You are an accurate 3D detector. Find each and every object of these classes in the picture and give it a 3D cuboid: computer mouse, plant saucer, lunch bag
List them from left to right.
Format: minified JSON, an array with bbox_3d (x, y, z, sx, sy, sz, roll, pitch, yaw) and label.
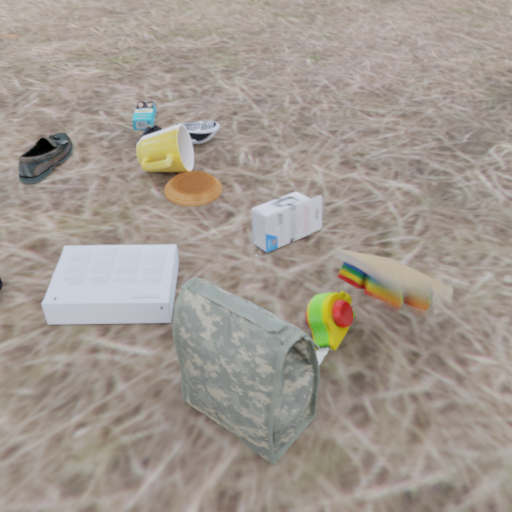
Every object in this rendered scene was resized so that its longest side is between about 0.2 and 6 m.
[{"bbox_3d":[-1.976,-3.144,14.685,2.097,0.460,1.150,-3,33,6],"label":"computer mouse"},{"bbox_3d":[-1.449,-1.587,12.857,1.328,0.248,1.328,0,38,0],"label":"plant saucer"},{"bbox_3d":[-0.123,1.378,7.561,1.789,2.182,1.283,26,47,30],"label":"lunch bag"}]

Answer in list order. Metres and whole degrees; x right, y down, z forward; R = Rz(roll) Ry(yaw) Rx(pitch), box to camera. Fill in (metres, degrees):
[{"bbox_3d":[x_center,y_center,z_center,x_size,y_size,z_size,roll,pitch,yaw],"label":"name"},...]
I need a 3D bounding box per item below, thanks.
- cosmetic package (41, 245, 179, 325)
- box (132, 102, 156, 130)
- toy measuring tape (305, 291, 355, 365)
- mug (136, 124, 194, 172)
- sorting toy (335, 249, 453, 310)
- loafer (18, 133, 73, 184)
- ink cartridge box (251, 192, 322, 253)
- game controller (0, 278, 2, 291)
[{"bbox_3d":[-2.516,0.482,10.004,2.128,0.550,1.604,0,37,-1],"label":"cosmetic package"},{"bbox_3d":[-3.149,-3.960,15.785,0.518,0.310,1.259,-2,39,-3],"label":"box"},{"bbox_3d":[0.984,1.187,8.910,0.786,0.786,2.137,20,43,23],"label":"toy measuring tape"},{"bbox_3d":[-2.237,-2.488,13.220,1.151,1.123,1.402,-6,-1,12],"label":"mug"},{"bbox_3d":[2.132,0.422,8.942,1.385,0.482,1.377,9,14,-37],"label":"sorting toy"},{"bbox_3d":[-5.140,-2.574,13.736,0.783,0.685,2.179,5,39,7],"label":"loafer"},{"bbox_3d":[0.632,-0.737,11.281,1.435,0.832,0.487,-22,37,-28],"label":"ink cartridge box"},{"bbox_3d":[-5.654,0.893,9.515,1.299,0.524,2.491,27,45,29],"label":"game controller"}]
